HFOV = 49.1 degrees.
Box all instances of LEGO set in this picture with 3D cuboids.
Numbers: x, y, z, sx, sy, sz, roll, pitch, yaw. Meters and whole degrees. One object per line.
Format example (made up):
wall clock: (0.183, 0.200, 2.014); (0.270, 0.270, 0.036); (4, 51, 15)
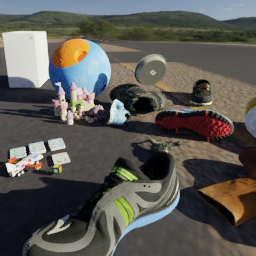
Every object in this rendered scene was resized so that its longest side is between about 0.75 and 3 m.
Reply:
LEGO set: (-2.131, 0.619, 6.663); (1.365, 0.448, 1.827); (-11, 24, -19)

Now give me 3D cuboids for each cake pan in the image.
cake pan: (0.877, -2.103, 10.407); (1.291, 1.291, 0.237); (-8, 45, -20)

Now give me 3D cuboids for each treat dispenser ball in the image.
treat dispenser ball: (-1.991, -2.361, 11.595); (2.539, 2.539, 2.539); (0, 21, 0)

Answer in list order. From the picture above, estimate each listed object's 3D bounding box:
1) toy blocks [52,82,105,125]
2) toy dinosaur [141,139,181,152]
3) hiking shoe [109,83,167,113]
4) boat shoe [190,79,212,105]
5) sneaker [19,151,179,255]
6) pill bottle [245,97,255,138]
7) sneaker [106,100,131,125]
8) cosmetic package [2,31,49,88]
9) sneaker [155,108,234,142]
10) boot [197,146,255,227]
toy blocks: (-1.726, -0.960, 9.577); (1.406, 1.266, 1.504); (-12, 24, -30)
toy dinosaur: (0.915, 0.487, 7.118); (0.690, 0.371, 1.565); (-13, 20, -15)
hiking shoe: (0.192, -1.118, 10.496); (2.378, 0.900, 1.197); (12, 21, 27)
boat shoe: (3.106, -1.526, 11.859); (0.868, 0.743, 2.372); (5, 23, 12)
sneaker: (-0.260, 1.103, 4.215); (1.056, 1.234, 2.978); (17, 26, 41)
pill bottle: (3.973, -0.299, 8.253); (0.975, 0.975, 1.756); (8, 23, 21)
sneaker: (-0.283, -0.439, 9.433); (0.727, 0.634, 1.616); (19, 24, -5)
cosmetic package: (-5.253, -3.672, 14.737); (1.616, 2.620, 2.629); (-1, 20, -5)
sneaker: (2.003, -0.266, 8.315); (2.253, 0.893, 1.076); (11, 22, 26)
boot: (2.239, 1.082, 5.538); (1.912, 0.655, 1.800); (-16, 29, -14)
